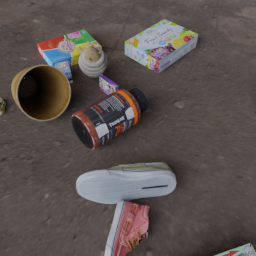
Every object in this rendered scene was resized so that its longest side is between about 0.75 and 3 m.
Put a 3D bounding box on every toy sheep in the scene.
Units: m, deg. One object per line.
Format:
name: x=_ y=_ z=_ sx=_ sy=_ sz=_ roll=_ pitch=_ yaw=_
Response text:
toy sheep: x=-1.362 y=-2.547 z=10.802 sx=1.205 sy=1.748 sz=1.205 roll=0 pitch=73 yaw=-1

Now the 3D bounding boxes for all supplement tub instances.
supplement tub: x=-0.508 y=-0.426 z=9.219 sx=2.483 sy=1.328 sz=1.328 roll=-32 pitch=56 yaw=-26

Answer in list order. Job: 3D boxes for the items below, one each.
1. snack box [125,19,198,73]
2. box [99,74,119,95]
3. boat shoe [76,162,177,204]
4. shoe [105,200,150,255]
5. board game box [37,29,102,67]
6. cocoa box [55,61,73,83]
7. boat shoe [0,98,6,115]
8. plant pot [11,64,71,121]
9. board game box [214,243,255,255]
snack box: x=1.505 y=-3.738 z=12.526 sx=1.985 sy=0.739 sz=2.791 roll=35 pitch=57 yaw=27
box: x=-0.724 y=-1.544 z=10.654 sx=0.190 sy=0.666 sz=0.973 roll=-35 pitch=57 yaw=-27
boat shoe: x=-0.045 y=1.498 z=7.944 sx=2.769 sy=0.997 sz=0.859 roll=-1 pitch=23 yaw=-4
shoe: x=0.026 y=2.709 z=6.873 sx=0.894 sy=0.702 sz=1.965 roll=5 pitch=45 yaw=10
board game box: x=-2.588 y=-3.499 z=12.504 sx=2.346 sy=0.473 sz=1.795 roll=-26 pitch=53 yaw=-21
cocoa box: x=-2.594 y=-2.233 z=11.345 sx=0.543 sy=0.534 sz=0.814 roll=-14 pitch=50 yaw=-12
boat shoe: x=-4.709 y=-0.847 z=10.300 sx=0.316 sy=0.272 sz=0.865 roll=-11 pitch=50 yaw=-10
plant pot: x=-3.282 y=-1.355 z=9.840 sx=1.845 sy=1.845 sz=1.980 roll=-34 pitch=33 yaw=-26
board game box: x=1.735 y=3.734 z=5.645 sx=2.904 sy=0.423 sz=1.954 roll=-9 pitch=59 yaw=-20
